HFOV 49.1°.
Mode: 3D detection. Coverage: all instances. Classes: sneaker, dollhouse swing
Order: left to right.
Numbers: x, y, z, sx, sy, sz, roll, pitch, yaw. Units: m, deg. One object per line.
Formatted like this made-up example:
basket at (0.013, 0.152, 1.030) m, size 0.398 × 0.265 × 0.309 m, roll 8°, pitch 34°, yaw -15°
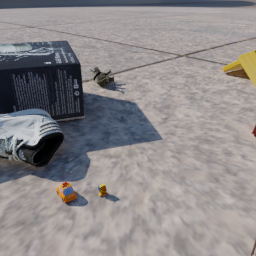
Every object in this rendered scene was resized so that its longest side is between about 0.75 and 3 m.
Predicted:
sneaker at (-2.499, 0.277, 5.564) m, size 2.563 × 0.967 × 1.475 m, roll -17°, pitch 30°, yaw -33°
dollhouse swing at (5.119, -2.111, 10.792) m, size 2.132 × 1.874 × 1.937 m, roll -16°, pitch 73°, yaw -29°

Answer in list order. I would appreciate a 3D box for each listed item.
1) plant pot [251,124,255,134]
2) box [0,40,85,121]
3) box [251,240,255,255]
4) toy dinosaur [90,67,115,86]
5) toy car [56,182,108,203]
plant pot at (3.566, -0.147, 6.452) m, size 1.023 × 1.051 × 1.051 m, roll 25°, pitch 35°, yaw 22°
box at (-2.721, -1.343, 7.841) m, size 2.553 × 1.609 × 2.597 m, roll -10°, pitch 32°, yaw -16°
box at (1.947, 1.731, 3.204) m, size 0.436 × 0.582 × 1.162 m, roll -3°, pitch 27°, yaw -7°
toy dinosaur at (-0.895, -1.741, 10.069) m, size 0.757 × 0.570 × 1.480 m, roll -17°, pitch 36°, yaw -5°
toy car at (-0.817, 1.021, 4.889) m, size 0.859 × 0.286 × 0.421 m, roll -9°, pitch 29°, yaw -15°
